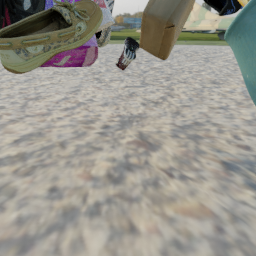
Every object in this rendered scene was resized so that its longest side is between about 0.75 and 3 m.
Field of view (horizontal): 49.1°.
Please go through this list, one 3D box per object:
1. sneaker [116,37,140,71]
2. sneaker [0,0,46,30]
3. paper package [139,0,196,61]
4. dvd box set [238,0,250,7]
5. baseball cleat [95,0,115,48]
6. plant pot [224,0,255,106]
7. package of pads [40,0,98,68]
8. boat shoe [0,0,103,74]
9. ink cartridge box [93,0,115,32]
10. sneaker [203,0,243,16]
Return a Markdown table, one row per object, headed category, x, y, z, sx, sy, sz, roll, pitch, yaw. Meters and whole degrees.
| category | x | y | z | sx | sy | sz | roll | pitch | yaw |
| --- | --- | --- | --- | --- | --- | --- | --- | --- | --- |
| sneaker | -0.087 | -2.191 | 8.423 | 0.501 | 0.765 | 1.324 | 34 | 36 | -14 |
| sneaker | -2.254 | -1.972 | 4.662 | 1.060 | 1.157 | 2.761 | 34 | 52 | -6 |
| paper package | 1.304 | -3.643 | 8.796 | 1.122 | 2.168 | 2.067 | 26 | -12 | 5 |
| dvd box set | 1.345 | -2.398 | 3.817 | 1.776 | 0.261 | 1.300 | 26 | 38 | -49 |
| baseball cleat | -0.947 | -4.326 | 9.754 | 0.989 | 2.836 | 1.509 | -4 | 1 | 2 |
| plant pot | 1.908 | -0.735 | 2.800 | 1.670 | 1.670 | 1.569 | -23 | 74 | -47 |
| package of pads | -1.725 | -2.716 | 6.891 | 1.541 | 2.558 | 0.968 | -5 | -24 | -25 |
| boat shoe | -1.066 | -1.471 | 4.091 | 0.665 | 0.568 | 1.813 | 35 | 62 | 20 |
| ink cartridge box | -1.165 | -3.131 | 8.081 | 1.356 | 0.790 | 0.458 | -20 | 7 | 14 |
| sneaker | 1.852 | -3.298 | 6.265 | 0.730 | 0.657 | 1.873 | -28 | 74 | -20 |
